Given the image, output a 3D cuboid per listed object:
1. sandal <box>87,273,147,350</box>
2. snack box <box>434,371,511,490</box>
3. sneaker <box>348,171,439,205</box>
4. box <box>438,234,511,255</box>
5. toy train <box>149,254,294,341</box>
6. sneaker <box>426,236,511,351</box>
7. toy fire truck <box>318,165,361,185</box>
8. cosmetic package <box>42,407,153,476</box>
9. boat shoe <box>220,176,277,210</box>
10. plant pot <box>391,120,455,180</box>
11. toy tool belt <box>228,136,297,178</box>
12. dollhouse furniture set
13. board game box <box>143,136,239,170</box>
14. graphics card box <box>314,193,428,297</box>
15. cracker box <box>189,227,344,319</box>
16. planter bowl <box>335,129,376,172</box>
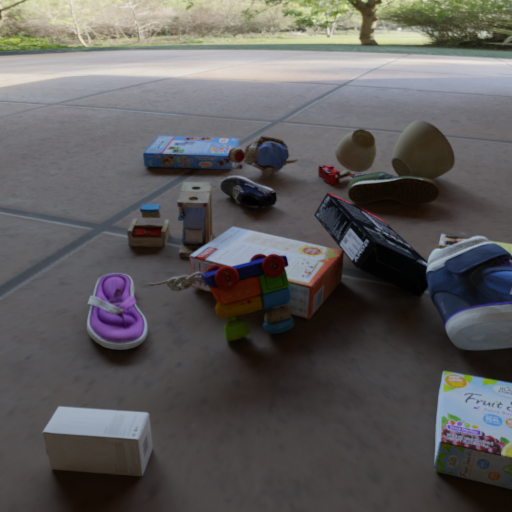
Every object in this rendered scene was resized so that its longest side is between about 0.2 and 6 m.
[{"bbox_3d":[-2.387,0.782,9.311,0.925,0.558,2.272,-10,28,-17],"label":"sandal"},{"bbox_3d":[2.992,2.105,6.701,1.577,0.534,1.330,10,29,16],"label":"snack box"},{"bbox_3d":[3.454,-1.830,14.298,2.221,0.745,0.997,0,31,7],"label":"sneaker"},{"bbox_3d":[4.470,-0.030,11.112,1.648,0.413,0.620,10,29,18],"label":"box"},{"bbox_3d":[-0.471,0.762,8.727,2.161,1.251,0.915,-14,4,-16],"label":"toy train"},{"bbox_3d":[4.232,0.366,8.957,2.908,1.172,2.130,-4,47,4],"label":"sneaker"},{"bbox_3d":[2.342,-2.249,15.645,0.924,0.319,1.310,-6,27,-11],"label":"toy fire truck"},{"bbox_3d":[-1.828,2.161,6.533,1.114,0.599,0.472,4,27,5],"label":"cosmetic package"},{"bbox_3d":[-0.355,-1.575,13.942,1.637,0.611,0.759,16,23,28],"label":"boat shoe"},{"bbox_3d":[4.401,-2.696,15.382,1.132,1.686,1.686,-38,37,-11],"label":"plant pot"},{"bbox_3d":[0.217,-2.775,15.788,1.771,1.106,1.088,-10,27,-37],"label":"toy tool belt"},{"bbox_3d":[-1.820,-0.764,11.659,1.742,1.228,1.221,1,27,-1],"label":"dollhouse furniture set"},{"bbox_3d":[-1.944,-3.230,17.402,2.664,0.487,2.015,2,27,4],"label":"board game box"},{"bbox_3d":[2.203,-0.277,10.692,1.543,0.625,2.459,23,18,-24],"label":"graphics card box"},{"bbox_3d":[0.203,0.238,10.250,2.398,0.692,1.606,14,29,24],"label":"cracker box"},{"bbox_3d":[2.891,-3.059,15.786,1.161,0.782,1.161,4,63,-8],"label":"planter bowl"}]
